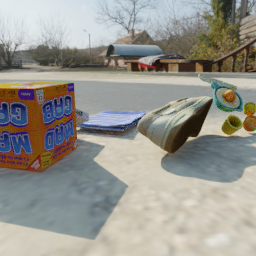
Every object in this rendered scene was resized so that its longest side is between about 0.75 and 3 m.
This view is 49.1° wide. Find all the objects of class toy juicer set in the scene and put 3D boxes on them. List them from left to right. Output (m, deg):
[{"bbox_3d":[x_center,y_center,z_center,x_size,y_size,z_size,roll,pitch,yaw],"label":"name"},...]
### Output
[{"bbox_3d":[2.951,-0.804,7.770,1.364,0.583,2.144,0,56,-19],"label":"toy juicer set"}]

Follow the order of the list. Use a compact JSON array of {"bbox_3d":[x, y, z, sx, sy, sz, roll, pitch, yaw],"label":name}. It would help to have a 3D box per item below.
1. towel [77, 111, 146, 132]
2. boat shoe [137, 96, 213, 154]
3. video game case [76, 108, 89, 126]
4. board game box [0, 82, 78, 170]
[{"bbox_3d":[-0.491,-0.286,8.514,1.692,0.279,2.336,4,12,19],"label":"towel"},{"bbox_3d":[1.223,-0.277,6.593,0.949,1.054,2.923,26,28,23],"label":"boat shoe"},{"bbox_3d":[-1.698,-0.247,6.904,1.095,0.249,0.993,-21,-26,31],"label":"video game case"},{"bbox_3d":[-1.997,-0.143,5.558,1.444,1.443,1.442,3,14,16],"label":"board game box"}]
